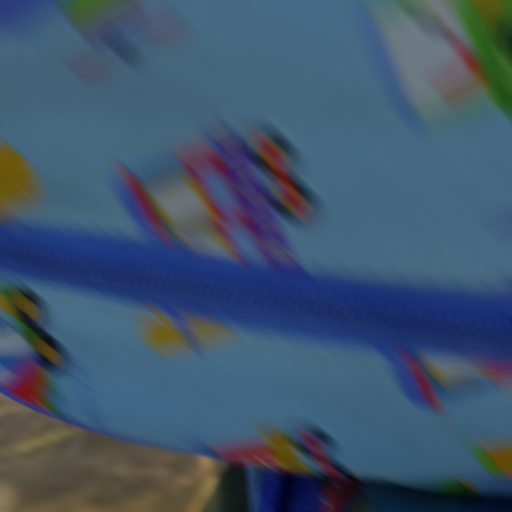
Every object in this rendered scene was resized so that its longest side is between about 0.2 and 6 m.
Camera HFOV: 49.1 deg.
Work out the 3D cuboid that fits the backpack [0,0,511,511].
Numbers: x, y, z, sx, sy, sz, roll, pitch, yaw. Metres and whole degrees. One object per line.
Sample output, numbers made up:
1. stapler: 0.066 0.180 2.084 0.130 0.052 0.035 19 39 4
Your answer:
1. backpack: 0.417 -0.193 2.325 3.570 2.402 3.259 -1 10 -9
